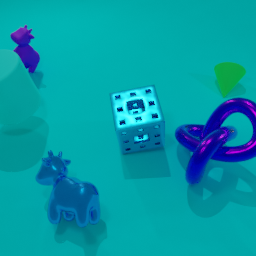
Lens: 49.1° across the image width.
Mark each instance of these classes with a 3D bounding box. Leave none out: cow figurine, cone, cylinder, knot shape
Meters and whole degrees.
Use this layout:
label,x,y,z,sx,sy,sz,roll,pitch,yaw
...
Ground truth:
label,x,y,z,sx,sy,sz,roll,pitch,yaw
cow figurine,-1.087,1.060,5.122,1.348,0.740,1.327,-5,79,30
cow figurine,-2.949,-2.302,8.170,0.650,1.184,1.165,37,98,24
cone,2.811,-1.253,7.975,0.889,0.889,0.893,14,74,13
cylinder,-2.766,-0.898,6.286,1.224,1.224,1.224,-6,51,7
knot shape,1.697,0.345,5.694,1.883,0.930,2.012,-49,18,-29

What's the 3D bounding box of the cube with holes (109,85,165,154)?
label,x,y,z,sx,sy,sz,roll,pitch,yaw
cube with holes,0.217,-0.174,6.272,1.012,1.012,1.012,-11,56,0
